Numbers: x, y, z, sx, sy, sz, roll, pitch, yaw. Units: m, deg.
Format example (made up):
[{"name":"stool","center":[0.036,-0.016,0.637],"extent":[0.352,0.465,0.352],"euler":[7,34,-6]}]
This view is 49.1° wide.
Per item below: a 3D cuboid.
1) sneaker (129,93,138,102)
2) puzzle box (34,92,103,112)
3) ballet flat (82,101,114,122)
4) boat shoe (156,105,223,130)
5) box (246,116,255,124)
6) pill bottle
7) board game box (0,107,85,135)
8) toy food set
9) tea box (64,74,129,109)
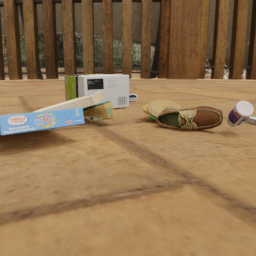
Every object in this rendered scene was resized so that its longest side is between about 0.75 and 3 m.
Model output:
[{"name":"sneaker","center":[-0.310,-1.931,17.405],"extent":[1.779,0.650,0.995],"euler":[7,9,-4]},{"name":"puzzle box","center":[-2.481,-0.802,10.948],"extent":[2.849,0.362,1.895],"euler":[-15,10,9]},{"name":"ballet flat","center":[-1.291,-0.572,10.872],"extent":[0.804,0.739,2.343],"euler":[-22,11,-28]},{"name":"boat shoe","center":[2.003,-0.271,9.514],"extent":[2.289,0.866,0.845],"euler":[-1,15,38]},{"name":"box","center":[5.327,-0.301,10.799],"extent":[1.208,0.220,0.872],"euler":[-2,13,-13]},{"name":"pill bottle","center":[3.468,-0.399,8.775],"extent":[0.538,0.538,0.966],"euler":[-1,-24,-3]},{"name":"board game box","center":[-2.964,-0.151,8.228],"extent":[2.203,0.533,2.912],"euler":[-10,4,-38]},{"name":"toy food set","center":[1.474,-0.655,11.122],"extent":[1.552,0.378,1.536],"euler":[-10,37,-27]},{"name":"tea box","center":[-1.668,-1.942,14.694],"extent":[2.565,1.714,2.523],"euler":[-8,15,-32]}]
